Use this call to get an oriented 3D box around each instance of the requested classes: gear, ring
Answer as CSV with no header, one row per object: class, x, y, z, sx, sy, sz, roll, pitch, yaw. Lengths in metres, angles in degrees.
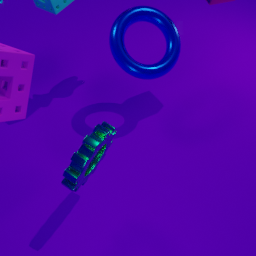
gear,-0.726,0.550,5.405,0.265,1.432,1.432,32,58,7
ring,0.453,-2.155,7.075,1.885,0.377,1.885,1,86,-14

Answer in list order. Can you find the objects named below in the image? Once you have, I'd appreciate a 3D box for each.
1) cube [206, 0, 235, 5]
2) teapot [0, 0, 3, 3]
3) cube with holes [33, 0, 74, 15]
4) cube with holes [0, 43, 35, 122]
cube,2.214,-3.592,6.629,0.855,0.855,0.855,-19,68,-22
teapot,-3.046,-3.722,6.726,0.903,1.453,0.711,1,12,-28
cube with holes,-1.825,-3.315,6.635,0.745,0.745,0.745,30,66,26
cube with holes,-2.273,-0.754,4.263,1.064,1.064,1.064,22,18,24
